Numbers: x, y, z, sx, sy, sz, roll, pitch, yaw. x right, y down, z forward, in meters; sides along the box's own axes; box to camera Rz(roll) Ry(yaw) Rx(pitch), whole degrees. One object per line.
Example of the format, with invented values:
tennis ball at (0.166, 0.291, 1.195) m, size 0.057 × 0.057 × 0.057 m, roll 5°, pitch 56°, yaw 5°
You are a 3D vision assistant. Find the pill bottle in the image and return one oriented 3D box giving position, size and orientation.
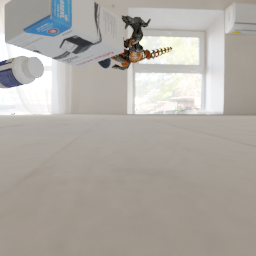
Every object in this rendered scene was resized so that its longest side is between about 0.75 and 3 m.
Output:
pill bottle at (-3.536, -1.806, 8.991) m, size 1.663 × 0.923 × 0.923 m, roll -5°, pitch 1°, yaw 28°

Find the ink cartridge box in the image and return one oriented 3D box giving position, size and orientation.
ink cartridge box at (-1.518, -2.462, 7.064) m, size 1.774 × 1.024 × 2.445 m, roll -9°, pitch -10°, yaw 35°

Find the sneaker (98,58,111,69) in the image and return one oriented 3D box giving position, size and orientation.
sneaker at (-1.220, -3.215, 12.024) m, size 0.789 × 2.076 × 1.500 m, roll -8°, pitch 41°, yaw 7°

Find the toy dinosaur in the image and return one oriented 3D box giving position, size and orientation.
toy dinosaur at (0.145, -2.966, 9.972) m, size 2.679 × 1.819 × 1.369 m, roll -3°, pitch 19°, yaw -24°
